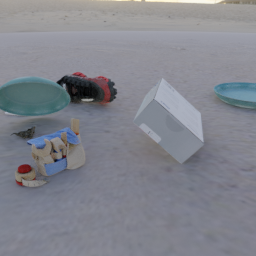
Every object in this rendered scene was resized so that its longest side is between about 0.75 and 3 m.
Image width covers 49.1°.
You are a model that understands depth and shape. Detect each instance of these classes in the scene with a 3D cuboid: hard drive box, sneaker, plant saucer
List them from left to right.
[{"bbox_3d":[-2.833,-0.962,8.339,2.177,0.391,2.177,-9,-20,-3],"label":"plant saucer"},{"bbox_3d":[-1.691,-1.447,10.542,1.444,1.044,2.955,-20,28,-39],"label":"sneaker"},{"bbox_3d":[1.090,-0.281,7.120,1.552,0.765,1.991,41,25,-6],"label":"hard drive box"},{"bbox_3d":[4.821,-1.280,10.991,2.870,0.393,2.870,0,22,0],"label":"plant saucer"}]

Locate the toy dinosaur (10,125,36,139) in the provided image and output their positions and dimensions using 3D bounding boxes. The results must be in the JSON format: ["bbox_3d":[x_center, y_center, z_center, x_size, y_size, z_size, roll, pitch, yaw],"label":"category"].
[{"bbox_3d":[-2.879,0.173,7.820,0.766,0.295,0.392,-23,18,-29],"label":"toy dinosaur"}]

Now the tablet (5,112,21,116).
[{"bbox_3d":[-3.649,-0.710,10.033,0.859,0.090,1.320,6,24,13],"label":"tablet"}]

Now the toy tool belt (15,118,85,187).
[{"bbox_3d":[-1.711,0.442,6.107,1.056,1.039,1.691,20,30,38],"label":"toy tool belt"}]
